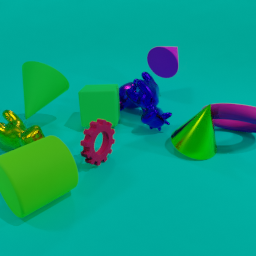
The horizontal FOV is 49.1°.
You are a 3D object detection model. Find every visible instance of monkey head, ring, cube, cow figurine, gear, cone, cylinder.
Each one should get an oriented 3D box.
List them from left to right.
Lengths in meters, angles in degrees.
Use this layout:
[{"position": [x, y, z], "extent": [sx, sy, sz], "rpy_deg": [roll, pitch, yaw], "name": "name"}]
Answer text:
[{"position": [-2.614, 0.285, 6.752], "extent": [1.479, 1.504, 0.825], "rpy_deg": [44, 50, -6], "name": "cow figurine"}, {"position": [-1.768, 0.892, 5.378], "extent": [1.189, 1.189, 1.189], "rpy_deg": [-26, 38, -37], "name": "cylinder"}, {"position": [-2.474, -0.818, 7.559], "extent": [1.376, 1.376, 1.382], "rpy_deg": [10, 65, 17], "name": "cone"}, {"position": [-0.680, 0.330, 6.492], "extent": [0.195, 1.057, 1.057], "rpy_deg": [13, 31, 30], "name": "gear"}, {"position": [-0.800, -0.677, 8.143], "extent": [1.019, 1.019, 1.019], "rpy_deg": [-1, 19, 4], "name": "cube"}, {"position": [0.216, -0.900, 9.135], "extent": [1.744, 1.255, 1.051], "rpy_deg": [-35, 8, -40], "name": "monkey head"}, {"position": [0.656, -0.748, 8.058], "extent": [0.839, 1.503, 1.528], "rpy_deg": [-35, 14, 32], "name": "cow figurine"}, {"position": [1.511, -2.632, 10.068], "extent": [1.223, 1.223, 1.227], "rpy_deg": [18, 49, 29], "name": "cone"}, {"position": [1.802, -0.088, 6.863], "extent": [1.225, 1.230, 1.225], "rpy_deg": [7, 39, -6], "name": "cone"}, {"position": [2.861, -0.232, 7.272], "extent": [1.953, 0.391, 1.953], "rpy_deg": [12, -5, 1], "name": "ring"}]
